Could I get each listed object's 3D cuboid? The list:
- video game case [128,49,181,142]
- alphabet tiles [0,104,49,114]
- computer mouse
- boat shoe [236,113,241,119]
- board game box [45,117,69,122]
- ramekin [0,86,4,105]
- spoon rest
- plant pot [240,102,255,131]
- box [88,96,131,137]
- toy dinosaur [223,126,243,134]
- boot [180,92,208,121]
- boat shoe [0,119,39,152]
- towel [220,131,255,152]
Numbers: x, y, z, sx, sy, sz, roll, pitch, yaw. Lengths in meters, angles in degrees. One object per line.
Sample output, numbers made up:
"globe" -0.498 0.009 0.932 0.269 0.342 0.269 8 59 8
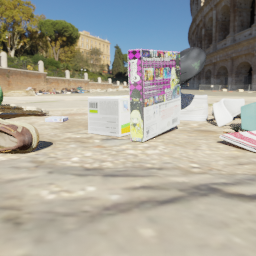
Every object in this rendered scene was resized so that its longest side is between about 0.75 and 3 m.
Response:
"video game case" 0.862 -1.027 8.126 0.467 2.363 2.607 6 15 31
"alphabet tiles" -5.510 -0.895 13.957 2.863 0.209 2.800 2 -4 14
"computer mouse" 1.675 -1.844 9.644 2.287 1.584 0.603 -31 34 23
"boat shoe" 5.535 -0.637 12.452 0.893 0.761 2.671 -14 10 -43
"board game box" -3.034 -0.377 11.996 0.766 0.158 0.764 1 8 7
"ramekin" -6.567 -1.447 11.430 2.497 2.497 1.220 3 42 20
"spoon rest" 3.977 -0.756 11.364 1.461 0.892 2.941 -29 -3 26
"plant pot" 4.522 -0.388 8.886 1.666 1.177 1.178 -3 6 32
"box" -0.120 -0.469 9.183 1.257 1.132 2.234 5 10 33
"toy dinosaur" 2.946 0.211 7.598 0.756 0.386 0.513 -10 -24 38
"boot" 2.229 -0.980 12.402 2.574 1.230 0.947 2 8 13
"boat shoe" -3.159 0.158 6.127 2.328 0.840 0.838 9 9 15
"towel" 3.336 0.271 6.830 1.775 0.202 1.278 -5 16 -27
